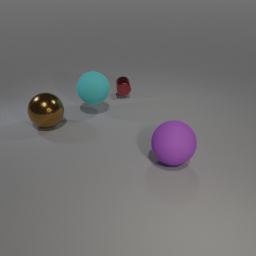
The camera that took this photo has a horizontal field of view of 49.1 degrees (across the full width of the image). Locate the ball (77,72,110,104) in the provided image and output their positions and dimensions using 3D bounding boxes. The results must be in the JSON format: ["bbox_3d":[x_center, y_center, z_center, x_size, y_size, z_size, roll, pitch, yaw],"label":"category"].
[{"bbox_3d":[-1.491,-1.714,12.033,1.400,1.400,1.400,0,28,0],"label":"ball"}]

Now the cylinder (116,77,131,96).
[{"bbox_3d":[-0.231,-2.071,13.838,0.700,0.700,0.700,-3,41,-6],"label":"cylinder"}]

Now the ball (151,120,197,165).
[{"bbox_3d":[1.423,0.458,8.714,1.400,1.400,1.400,0,28,0],"label":"ball"}]

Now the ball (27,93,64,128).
[{"bbox_3d":[-3.242,-0.696,11.082,1.400,1.400,1.400,0,28,0],"label":"ball"}]
